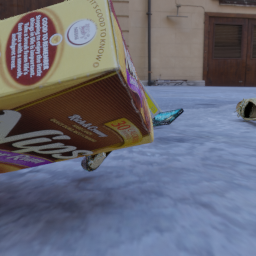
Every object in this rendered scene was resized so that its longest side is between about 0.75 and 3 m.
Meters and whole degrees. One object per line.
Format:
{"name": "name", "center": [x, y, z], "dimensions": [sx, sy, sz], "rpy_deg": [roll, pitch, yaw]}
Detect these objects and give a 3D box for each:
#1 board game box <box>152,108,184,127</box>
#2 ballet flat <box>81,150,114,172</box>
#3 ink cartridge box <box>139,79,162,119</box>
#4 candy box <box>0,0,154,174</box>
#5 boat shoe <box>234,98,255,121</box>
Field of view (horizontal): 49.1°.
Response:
{"name": "board game box", "center": [0.818, -0.218, 6.287], "dimensions": [0.528, 0.110, 0.781], "rpy_deg": [-39, 16, -30]}
{"name": "ballet flat", "center": [-0.334, 0.319, 4.009], "dimensions": [0.288, 0.801, 0.288], "rpy_deg": [41, -6, 5]}
{"name": "ink cartridge box", "center": [-0.228, -1.082, 8.343], "dimensions": [0.506, 2.154, 2.129], "rpy_deg": [-45, 25, -20]}
{"name": "candy box", "center": [-1.304, -0.143, 2.935], "dimensions": [2.913, 0.822, 1.699], "rpy_deg": [-14, -22, 9]}
{"name": "boat shoe", "center": [3.922, -0.587, 8.821], "dimensions": [0.648, 0.758, 2.067], "rpy_deg": [4, 7, -9]}
